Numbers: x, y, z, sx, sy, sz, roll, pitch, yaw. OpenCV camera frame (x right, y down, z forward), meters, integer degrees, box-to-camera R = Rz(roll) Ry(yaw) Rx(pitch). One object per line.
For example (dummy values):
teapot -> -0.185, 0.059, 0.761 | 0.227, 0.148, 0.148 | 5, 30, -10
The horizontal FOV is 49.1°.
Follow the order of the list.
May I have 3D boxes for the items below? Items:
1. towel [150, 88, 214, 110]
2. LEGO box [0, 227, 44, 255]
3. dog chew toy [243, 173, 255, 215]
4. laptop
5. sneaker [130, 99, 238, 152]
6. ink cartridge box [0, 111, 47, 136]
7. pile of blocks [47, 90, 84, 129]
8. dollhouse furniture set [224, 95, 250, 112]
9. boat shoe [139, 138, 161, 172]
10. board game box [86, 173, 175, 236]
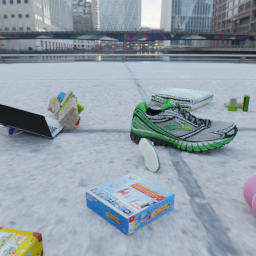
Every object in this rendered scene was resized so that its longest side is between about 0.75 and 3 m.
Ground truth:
towel -> 2.515, -1.389, 13.090 | 2.193, 0.617, 2.562 | 15, 22, 33
LEGO box -> -1.528, 1.606, 3.293 | 0.677, 0.351, 0.909 | 4, 17, 13
dog chew toy -> 2.223, 1.161, 4.347 | 0.688, 0.688, 1.105 | 2, 23, 6
laptop -> -2.882, -0.433, 8.300 | 1.731, 1.071, 1.849 | 15, 26, 6
sneaker -> 1.426, -0.104, 7.552 | 2.901, 1.236, 1.132 | 6, 17, 17
ink cartridge box -> -3.908, -0.228, 9.467 | 1.664, 0.360, 1.634 | 10, 21, 29
pile of blocks -> -2.054, -0.688, 9.849 | 0.816, 1.077, 2.625 | 33, -1, -31
dollhouse furniture set -> 4.711, -1.184, 12.226 | 0.853, 0.654, 1.302 | 3, 17, 11
boat shoe -> 0.577, 0.617, 6.499 | 0.353, 0.416, 1.142 | 16, 22, -23
board game box -> 0.029, 1.213, 4.718 | 1.063, 0.303, 1.086 | -13, 21, -40
